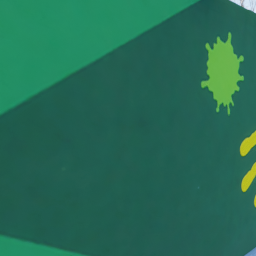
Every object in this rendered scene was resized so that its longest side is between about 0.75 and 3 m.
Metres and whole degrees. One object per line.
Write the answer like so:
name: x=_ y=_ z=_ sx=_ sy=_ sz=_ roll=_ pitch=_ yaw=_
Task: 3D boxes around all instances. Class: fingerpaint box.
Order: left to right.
fingerpaint box: x=-0.918 y=0.025 z=1.436 sx=2.112 sy=0.929 sz=2.531 roll=-3 pitch=5 yaw=-42
